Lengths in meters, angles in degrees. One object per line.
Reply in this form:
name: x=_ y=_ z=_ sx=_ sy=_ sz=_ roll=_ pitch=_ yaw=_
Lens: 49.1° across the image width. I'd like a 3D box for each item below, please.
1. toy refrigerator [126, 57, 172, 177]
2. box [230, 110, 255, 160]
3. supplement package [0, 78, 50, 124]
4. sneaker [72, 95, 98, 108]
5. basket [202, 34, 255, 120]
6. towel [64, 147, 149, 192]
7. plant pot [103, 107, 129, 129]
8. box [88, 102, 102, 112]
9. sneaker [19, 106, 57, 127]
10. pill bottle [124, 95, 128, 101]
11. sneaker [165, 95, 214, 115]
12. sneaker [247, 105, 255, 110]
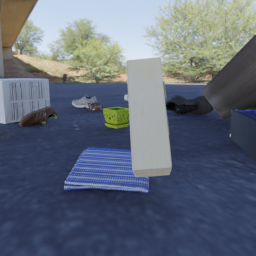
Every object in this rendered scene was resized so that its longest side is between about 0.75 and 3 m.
toy refrigerator: x=0.395 y=-0.191 z=5.083 sx=0.710 sy=2.029 sz=0.770 roll=-5 pitch=-20 yaw=4
box: x=3.921 y=0.132 z=7.393 sx=1.769 sy=0.988 sz=2.507 roll=-2 pitch=11 yaw=5
supplement package: x=-4.927 y=-1.275 z=12.301 sx=1.767 sy=1.754 sz=2.328 roll=7 pitch=13 yaw=32
sneaker: x=-2.484 y=-1.582 z=16.382 sx=1.862 sy=0.763 sz=0.696 roll=7 pitch=13 yaw=30
basket: x=4.727 y=-1.858 z=11.565 sx=2.925 sy=2.637 sz=1.989 roll=-37 pitch=-13 yaw=22
towel: x=-0.347 y=0.838 z=5.865 sx=1.532 sy=0.252 sz=2.116 roll=3 pitch=13 yaw=2
plant pot: x=-0.411 y=-0.382 z=10.560 sx=0.780 sy=0.708 sz=0.776 roll=11 pitch=15 yaw=44
box: x=-1.796 y=-1.140 z=15.167 sx=0.534 sy=0.400 sz=1.066 roll=-4 pitch=14 yaw=-21
sneaker: x=-3.447 y=-0.366 z=10.909 sx=1.514 sy=0.533 sz=0.572 roll=-33 pitch=74 yaw=-36
pill bottle: x=0.231 y=-2.108 z=19.620 sx=0.918 sy=0.534 sz=0.534 roll=7 pitch=13 yaw=29
sneaker: x=2.922 y=-1.011 z=13.695 sx=2.528 sy=0.960 sz=1.147 roll=5 pitch=23 yaw=41
sneaker: x=5.742 y=-0.921 z=11.810 sx=1.016 sy=1.171 sz=2.642 roll=-2 pitch=8 yaw=-14
